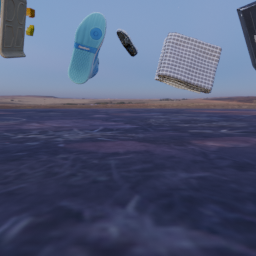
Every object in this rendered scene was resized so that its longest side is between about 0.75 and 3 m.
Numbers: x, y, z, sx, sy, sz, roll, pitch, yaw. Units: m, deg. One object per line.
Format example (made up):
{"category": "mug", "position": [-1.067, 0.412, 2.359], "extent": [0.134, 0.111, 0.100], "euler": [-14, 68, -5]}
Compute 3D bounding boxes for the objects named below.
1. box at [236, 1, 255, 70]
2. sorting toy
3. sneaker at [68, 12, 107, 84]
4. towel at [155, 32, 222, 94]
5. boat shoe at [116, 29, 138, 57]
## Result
{"category": "box", "position": [3.021, -1.959, 5.498], "extent": [1.327, 1.350, 0.837], "euler": [-17, 18, 20]}
{"category": "sorting toy", "position": [-3.369, -3.111, 8.484], "extent": [0.338, 1.882, 2.526], "euler": [5, 15, -2]}
{"category": "sneaker", "position": [-1.563, -3.230, 11.493], "extent": [1.124, 2.825, 1.844], "euler": [24, 13, -1]}
{"category": "towel", "position": [2.596, -2.702, 11.829], "extent": [2.539, 2.102, 1.087], "euler": [15, -13, -6]}
{"category": "boat shoe", "position": [-0.043, -3.440, 11.338], "extent": [0.432, 1.259, 0.356], "euler": [-26, 24, 38]}
